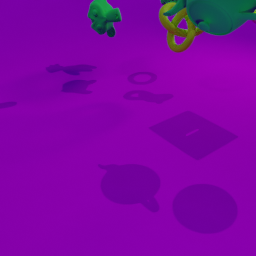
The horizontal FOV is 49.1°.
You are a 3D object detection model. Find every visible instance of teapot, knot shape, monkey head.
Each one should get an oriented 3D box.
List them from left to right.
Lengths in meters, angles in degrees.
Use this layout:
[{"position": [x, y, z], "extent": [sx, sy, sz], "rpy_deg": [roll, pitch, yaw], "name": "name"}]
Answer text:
[{"position": [-0.661, -3.522, 8.733], "extent": [1.141, 1.587, 0.956], "rpy_deg": [-2, 36, 22], "name": "monkey head"}, {"position": [1.582, -2.908, 8.191], "extent": [1.487, 1.391, 0.687], "rpy_deg": [14, 14, 10], "name": "knot shape"}, {"position": [1.417, -2.025, 4.638], "extent": [1.849, 1.150, 0.905], "rpy_deg": [26, 82, 41], "name": "teapot"}]

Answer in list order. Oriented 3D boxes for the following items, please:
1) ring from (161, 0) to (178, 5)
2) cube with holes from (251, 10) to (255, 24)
[{"position": [1.617, -4.212, 9.202], "extent": [1.093, 0.219, 1.093], "rpy_deg": [-3, 14, 1], "name": "ring"}, {"position": [3.128, -3.074, 6.132], "extent": [1.384, 1.384, 1.384], "rpy_deg": [6, 41, -46], "name": "cube with holes"}]
